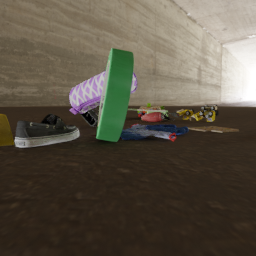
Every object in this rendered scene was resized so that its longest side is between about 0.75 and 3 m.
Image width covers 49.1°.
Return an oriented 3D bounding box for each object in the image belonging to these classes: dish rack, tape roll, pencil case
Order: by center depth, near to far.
[{"bbox_3d":[-0.404,-0.903,7.847,0.609,2.533,2.533,10,4,-9],"label":"tape roll"},{"bbox_3d":[-0.927,-1.361,10.240,2.737,1.170,1.148,-18,-39,35],"label":"pencil case"},{"bbox_3d":[-1.127,-1.469,11.999,0.697,2.556,1.961,16,19,-43],"label":"dish rack"}]

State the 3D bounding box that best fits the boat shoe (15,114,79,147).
[{"bbox_3d":[-2.206,-0.008,7.939,0.843,0.799,2.412,3,7,28],"label":"boat shoe"}]

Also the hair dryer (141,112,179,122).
[{"bbox_3d":[1.718,-0.507,15.272,1.992,0.541,1.517,4,-12,-6],"label":"hair dryer"}]

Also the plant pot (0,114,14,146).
[{"bbox_3d":[-3.632,0.040,7.475,0.919,0.811,0.919,-4,8,-34],"label":"plant pot"}]

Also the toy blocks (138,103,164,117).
[{"bbox_3d":[1.493,-1.115,19.203,1.885,0.942,1.288,0,17,12],"label":"toy blocks"}]

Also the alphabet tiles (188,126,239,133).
[{"bbox_3d":[3.395,0.049,11.016,1.440,0.065,1.722,-3,6,-26],"label":"alphabet tiles"}]

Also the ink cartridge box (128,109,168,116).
[{"bbox_3d":[1.208,-0.890,17.521,2.443,0.586,1.778,0,6,2],"label":"ink cartridge box"}]

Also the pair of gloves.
[{"bbox_3d":[0.815,0.134,9.176,2.029,0.288,2.524,5,9,26],"label":"pair of gloves"}]

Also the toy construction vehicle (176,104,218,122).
[{"bbox_3d":[4.151,-0.745,16.094,2.327,0.820,2.026,1,16,39],"label":"toy construction vehicle"}]
